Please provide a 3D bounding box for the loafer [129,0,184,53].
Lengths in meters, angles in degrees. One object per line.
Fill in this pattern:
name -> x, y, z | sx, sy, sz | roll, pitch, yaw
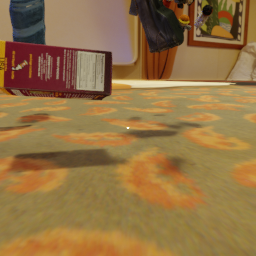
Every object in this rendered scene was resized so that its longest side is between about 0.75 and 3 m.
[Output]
loafer -> 0.385, -3.137, 7.029 | 0.978, 2.707, 0.985 | -20, 17, 33

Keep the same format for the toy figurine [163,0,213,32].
toy figurine -> 1.678, -3.441, 8.021 | 1.308, 1.288, 0.910 | -22, -9, -13

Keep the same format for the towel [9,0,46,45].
towel -> -3.340, -3.339, 9.498 | 0.566, 2.333, 1.303 | 32, 49, 12

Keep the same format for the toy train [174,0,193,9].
toy train -> 0.890, -2.989, 4.387 | 0.480, 2.095, 0.357 | -19, 38, -14

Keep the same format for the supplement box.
supplement box -> -1.301, -0.996, 5.192 | 1.887, 0.808, 1.041 | 2, 0, -14
